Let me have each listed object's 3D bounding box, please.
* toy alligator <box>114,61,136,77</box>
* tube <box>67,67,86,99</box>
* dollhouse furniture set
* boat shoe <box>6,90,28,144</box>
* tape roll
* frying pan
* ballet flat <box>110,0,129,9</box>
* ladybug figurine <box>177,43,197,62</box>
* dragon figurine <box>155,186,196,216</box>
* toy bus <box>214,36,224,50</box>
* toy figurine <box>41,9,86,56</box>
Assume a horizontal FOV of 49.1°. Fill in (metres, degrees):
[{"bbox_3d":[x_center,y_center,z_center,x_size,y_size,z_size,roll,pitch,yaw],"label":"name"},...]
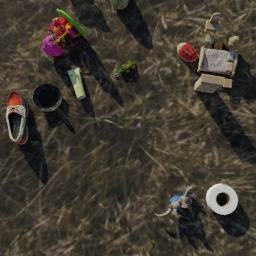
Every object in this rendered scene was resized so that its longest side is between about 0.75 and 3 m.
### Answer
[{"bbox_3d":[-0.111,-2.394,11.312,1.053,0.253,0.349,-37,81,-6],"label":"toy alligator"},{"bbox_3d":[-2.033,-1.788,11.190,0.377,0.337,1.299,-5,71,-40],"label":"tube"},{"bbox_3d":[3.571,-2.826,10.780,1.451,1.239,2.799,10,85,2],"label":"dollhouse furniture set"},{"bbox_3d":[-4.301,-0.460,10.759,0.779,0.685,2.189,-10,79,0],"label":"boat shoe"},{"bbox_3d":[3.467,2.633,10.369,1.085,0.379,1.085,0,80,1],"label":"tape roll"},{"bbox_3d":[-2.838,-1.009,11.054,1.878,0.306,1.136,30,79,-5],"label":"frying pan"},{"bbox_3d":[-0.729,-6.376,11.650,1.026,1.026,2.904,-23,81,-4],"label":"ballet flat"},{"bbox_3d":[2.418,-3.100,11.390,0.947,0.341,0.643,44,83,7],"label":"ladybug figurine"},{"bbox_3d":[1.794,2.779,10.286,1.643,0.817,0.483,-40,84,13],"label":"dragon figurine"},{"bbox_3d":[3.711,-3.371,11.490,0.294,0.245,0.752,9,81,2],"label":"toy bus"},{"bbox_3d":[-2.835,-3.687,11.199,1.649,1.345,1.791,-46,61,2],"label":"toy figurine"}]
